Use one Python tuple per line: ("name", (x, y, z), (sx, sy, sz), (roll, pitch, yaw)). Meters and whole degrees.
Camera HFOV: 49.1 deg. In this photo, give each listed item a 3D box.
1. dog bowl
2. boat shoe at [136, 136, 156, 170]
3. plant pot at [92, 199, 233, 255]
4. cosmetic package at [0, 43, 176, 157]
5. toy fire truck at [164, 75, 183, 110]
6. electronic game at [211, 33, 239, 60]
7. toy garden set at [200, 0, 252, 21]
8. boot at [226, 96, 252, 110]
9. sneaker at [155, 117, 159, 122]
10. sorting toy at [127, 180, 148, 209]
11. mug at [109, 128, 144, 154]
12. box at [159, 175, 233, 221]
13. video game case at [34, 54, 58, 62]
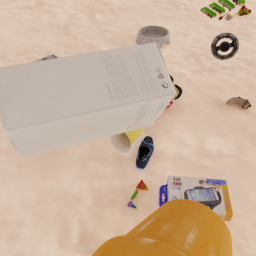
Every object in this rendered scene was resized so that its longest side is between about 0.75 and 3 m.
("dog bowl", (1.246, -4.495, 13.743), (1.752, 0.514, 1.752), (0, 43, 0))
("boat shoe", (0.555, 0.663, 8.342), (0.531, 0.433, 1.262), (6, 44, 7))
("plant pot", (0.774, 2.626, 4.993), (2.609, 2.609, 2.389), (22, 32, 22))
("cosmetic package", (-0.782, -0.482, 5.184), (2.852, 1.610, 1.157), (-12, 72, -18))
("toy fire truck", (0.492, -1.255, 9.998), (1.390, 2.161, 1.902), (23, 29, -41))
("electronic game", (3.138, -2.638, 9.085), (0.883, 0.883, 0.184), (6, 30, 7))
("toy garden set", (2.484, -2.921, 7.046), (0.841, 0.201, 1.009), (14, -10, -33))
("boot", (4.019, -0.866, 10.082), (0.810, 0.285, 0.592), (-23, 51, -21))
("sneaker", (0.011, -1.140, 9.496), (1.095, 1.308, 2.955), (-35, 69, -11))
("sorting toy", (0.292, 1.766, 7.359), (0.307, 0.309, 0.891), (34, 47, 0))
("mug", (0.096, 0.164, 8.509), (0.892, 1.087, 0.870), (-34, 87, -41))
("box", (1.699, 1.782, 7.224), (1.771, 0.367, 1.054), (5, 44, 2))
("video game case", (-3.625, -2.523, 11.907), (1.883, 0.168, 1.348), (-33, 52, -29))
